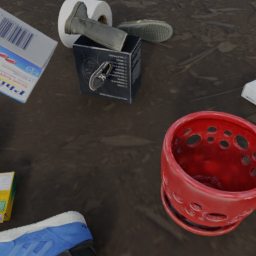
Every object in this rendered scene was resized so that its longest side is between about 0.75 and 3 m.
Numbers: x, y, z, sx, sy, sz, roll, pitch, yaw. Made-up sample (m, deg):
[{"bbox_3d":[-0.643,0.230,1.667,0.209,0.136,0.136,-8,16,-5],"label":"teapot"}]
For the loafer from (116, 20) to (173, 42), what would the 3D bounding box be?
[{"bbox_3d":[0.779,-4.782,13.375,2.710,1.019,0.944,5,49,6],"label":"loafer"}]

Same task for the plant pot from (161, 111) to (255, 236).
[{"bbox_3d":[1.897,1.146,6.417,2.355,2.145,2.355,0,43,0],"label":"plant pot"}]

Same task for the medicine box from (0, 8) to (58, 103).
[{"bbox_3d":[-2.907,-1.700,6.764,1.717,1.885,0.970,28,57,-21],"label":"medicine box"}]

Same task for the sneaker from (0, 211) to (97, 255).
[{"bbox_3d":[-1.981,2.836,5.409,2.892,1.110,1.609,-14,37,-23],"label":"sneaker"}]

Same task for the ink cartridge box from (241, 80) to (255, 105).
[{"bbox_3d":[6.060,-1.016,9.704,2.917,0.593,2.923,-22,47,-25],"label":"ink cartridge box"}]

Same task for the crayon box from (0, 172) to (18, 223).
[{"bbox_3d":[-3.382,1.820,6.999,0.916,0.376,1.456,-4,44,-4],"label":"crayon box"}]

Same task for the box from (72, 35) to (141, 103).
[{"bbox_3d":[-0.670,-2.181,9.938,2.071,2.036,1.284,13,46,13],"label":"box"}]

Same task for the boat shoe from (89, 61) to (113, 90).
[{"bbox_3d":[-0.783,-1.562,8.254,0.322,0.373,1.028,-1,54,56],"label":"boat shoe"}]

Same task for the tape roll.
[{"bbox_3d":[-1.800,-4.460,12.210,1.497,2.180,2.180,17,47,17],"label":"tape roll"}]

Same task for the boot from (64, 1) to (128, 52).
[{"bbox_3d":[-0.868,-3.119,8.585,1.807,0.656,1.643,12,57,0],"label":"boot"}]
